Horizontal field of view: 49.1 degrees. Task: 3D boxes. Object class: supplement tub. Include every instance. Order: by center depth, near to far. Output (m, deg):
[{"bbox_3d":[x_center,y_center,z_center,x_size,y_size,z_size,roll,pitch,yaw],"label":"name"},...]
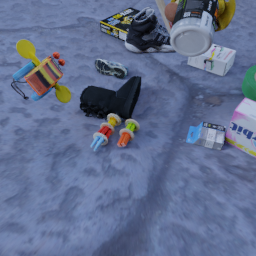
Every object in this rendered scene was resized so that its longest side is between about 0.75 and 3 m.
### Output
[{"bbox_3d":[1.762,-2.854,7.312,1.091,1.091,1.780,11,63,11],"label":"supplement tub"}]

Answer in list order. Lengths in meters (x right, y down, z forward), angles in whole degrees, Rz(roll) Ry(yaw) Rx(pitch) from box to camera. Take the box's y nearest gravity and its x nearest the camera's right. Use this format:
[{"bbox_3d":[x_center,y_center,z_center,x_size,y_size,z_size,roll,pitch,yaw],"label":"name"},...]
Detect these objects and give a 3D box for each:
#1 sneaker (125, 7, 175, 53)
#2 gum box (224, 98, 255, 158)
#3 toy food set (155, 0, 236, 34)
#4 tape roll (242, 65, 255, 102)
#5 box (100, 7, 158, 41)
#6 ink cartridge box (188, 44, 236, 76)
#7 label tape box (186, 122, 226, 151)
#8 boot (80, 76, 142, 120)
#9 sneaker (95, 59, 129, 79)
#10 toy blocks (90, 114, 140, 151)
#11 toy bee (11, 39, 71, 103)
[{"bbox_3d":[1.344,-4.219,11.998,2.958,1.683,1.116,-6,45,-6],"label":"sneaker"},{"bbox_3d":[4.013,0.276,7.798,2.284,1.296,0.755,30,53,27],"label":"gum box"},{"bbox_3d":[1.956,-3.611,8.948,2.694,1.585,0.880,8,44,40],"label":"toy food set"},{"bbox_3d":[5.369,-1.472,10.067,2.335,0.561,2.335,0,46,0],"label":"tape roll"},{"bbox_3d":[0.047,-5.082,13.671,1.815,0.561,2.272,31,53,29],"label":"box"},{"bbox_3d":[3.399,-2.846,11.358,1.563,0.657,1.132,26,51,23],"label":"ink cartridge box"},{"bbox_3d":[2.388,0.197,8.564,1.064,0.337,0.767,14,47,13],"label":"label tape box"},{"bbox_3d":[-0.563,-1.149,9.622,1.760,0.795,2.148,11,49,12],"label":"boot"},{"bbox_3d":[-0.641,-2.375,11.080,1.440,0.559,0.622,25,38,14],"label":"sneaker"},{"bbox_3d":[-0.411,0.245,8.406,1.136,0.495,1.363,17,48,17],"label":"toy blocks"},{"bbox_3d":[-2.110,-1.445,6.854,1.378,1.660,2.535,-46,46,-17],"label":"toy bee"}]
